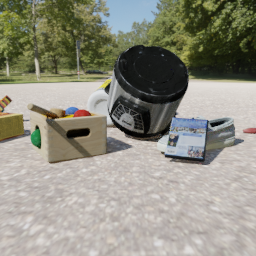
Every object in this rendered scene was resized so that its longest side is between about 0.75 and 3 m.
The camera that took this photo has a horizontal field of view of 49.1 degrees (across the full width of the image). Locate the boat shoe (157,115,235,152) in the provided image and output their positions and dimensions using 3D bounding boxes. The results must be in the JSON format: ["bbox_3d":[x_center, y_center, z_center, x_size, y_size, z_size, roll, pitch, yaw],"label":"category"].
[{"bbox_3d":[1.919,0.105,7.714,2.636,0.939,0.920,-7,14,-29],"label":"boat shoe"}]

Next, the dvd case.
[{"bbox_3d":[1.457,0.249,6.853,0.921,0.113,1.290,5,48,17],"label":"dvd case"}]

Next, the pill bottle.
[{"bbox_3d":[-0.521,-1.253,11.264,1.437,1.437,2.566,3,28,16],"label":"pill bottle"}]

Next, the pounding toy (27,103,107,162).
[{"bbox_3d":[-1.703,-0.042,7.156,2.006,1.426,1.847,-6,13,-32],"label":"pounding toy"}]

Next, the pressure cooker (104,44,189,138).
[{"bbox_3d":[0.533,-0.946,8.786,2.313,2.277,2.589,-6,-32,-17],"label":"pressure cooker"}]

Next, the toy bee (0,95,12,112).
[{"bbox_3d":[-5.560,-0.592,11.539,1.202,1.836,0.998,32,37,-13],"label":"toy bee"}]

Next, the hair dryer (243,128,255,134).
[{"bbox_3d":[4.325,0.103,9.771,0.766,0.208,0.583,-1,-6,-24],"label":"hair dryer"}]

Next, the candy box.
[{"bbox_3d":[-4.740,0.036,8.563,1.539,0.745,2.639,5,11,26],"label":"candy box"}]
